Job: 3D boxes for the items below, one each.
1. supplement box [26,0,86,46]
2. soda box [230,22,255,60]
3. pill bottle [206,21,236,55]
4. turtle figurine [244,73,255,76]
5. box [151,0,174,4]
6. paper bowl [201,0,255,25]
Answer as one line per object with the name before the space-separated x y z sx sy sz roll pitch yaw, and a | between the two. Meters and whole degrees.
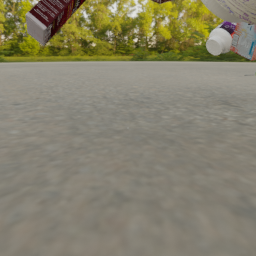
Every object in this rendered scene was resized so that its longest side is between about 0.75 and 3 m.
supplement box | -1.206 -2.131 4.917 0.394 1.296 0.705 38 -15 -10
soda box | 3.201 -2.898 6.341 0.881 2.576 0.819 -13 39 -21
pill bottle | 2.973 -2.766 8.318 1.395 0.785 0.785 -42 33 -18
turtle figurine | 4.012 -1.780 7.964 1.003 0.744 1.034 -7 23 -1
box | 0.556 -3.744 7.113 0.843 0.631 1.683 -27 52 -28
paper bowl | 1.677 -2.316 4.257 1.680 1.680 0.874 -11 -15 -33
